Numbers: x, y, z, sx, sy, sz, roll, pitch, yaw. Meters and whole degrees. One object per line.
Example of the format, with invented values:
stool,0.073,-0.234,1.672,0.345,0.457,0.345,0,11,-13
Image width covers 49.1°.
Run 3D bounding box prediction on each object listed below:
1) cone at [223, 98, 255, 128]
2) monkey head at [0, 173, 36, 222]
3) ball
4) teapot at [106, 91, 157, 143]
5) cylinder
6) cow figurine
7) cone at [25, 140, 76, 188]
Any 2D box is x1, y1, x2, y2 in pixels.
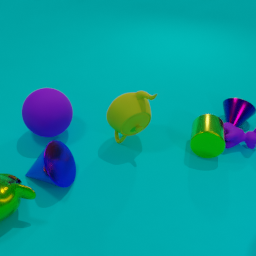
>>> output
cone,2.896,-0.195,7.655,0.905,0.905,0.908,19,70,22
monkey head,-2.684,1.186,5.341,1.753,1.261,1.056,-17,26,-8
ball,-2.053,-0.393,7.178,1.260,1.260,1.260,0,39,0
teapot,0.110,-0.310,6.804,1.132,1.821,0.892,0,47,-39
cylinder,1.947,0.192,6.849,0.801,0.801,0.801,9,37,11
cow figurine,2.817,0.165,7.147,0.957,0.534,0.972,-19,42,-11
cone,-1.894,0.926,6.218,1.055,1.051,1.051,-20,35,21
